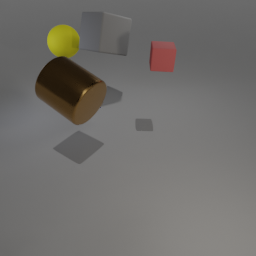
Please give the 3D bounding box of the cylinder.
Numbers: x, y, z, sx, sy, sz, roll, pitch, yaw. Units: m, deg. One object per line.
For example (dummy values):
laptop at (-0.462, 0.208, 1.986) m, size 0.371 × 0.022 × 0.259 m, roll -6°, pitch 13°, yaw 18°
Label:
cylinder at (-1.541, -1.019, 7.678) m, size 1.400 × 1.400 × 1.400 m, roll 35°, pitch 43°, yaw 15°

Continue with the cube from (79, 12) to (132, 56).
cube at (-0.897, -3.636, 10.853) m, size 1.400 × 1.400 × 1.400 m, roll -6°, pitch 20°, yaw -42°

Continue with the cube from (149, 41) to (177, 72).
cube at (1.032, -2.159, 8.447) m, size 0.700 × 0.700 × 0.700 m, roll 3°, pitch 35°, yaw 0°

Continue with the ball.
ball at (-2.783, -3.746, 12.167) m, size 1.400 × 1.400 × 1.400 m, roll 0°, pitch 32°, yaw 0°
